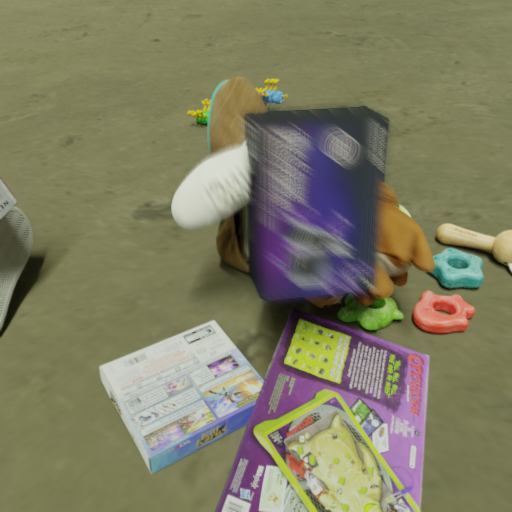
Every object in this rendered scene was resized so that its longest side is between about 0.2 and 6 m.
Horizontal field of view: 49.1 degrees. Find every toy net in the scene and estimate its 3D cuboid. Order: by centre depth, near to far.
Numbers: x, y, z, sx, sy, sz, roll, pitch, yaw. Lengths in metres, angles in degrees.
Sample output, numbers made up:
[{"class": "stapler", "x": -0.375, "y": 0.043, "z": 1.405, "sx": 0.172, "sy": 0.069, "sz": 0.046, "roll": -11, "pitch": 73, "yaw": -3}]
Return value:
[{"class": "toy net", "x": 3.218, "y": -0.020, "z": 8.034, "sx": 4.464, "sy": 0.862, "sz": 2.342, "roll": -3, "pitch": 35, "yaw": -5}]

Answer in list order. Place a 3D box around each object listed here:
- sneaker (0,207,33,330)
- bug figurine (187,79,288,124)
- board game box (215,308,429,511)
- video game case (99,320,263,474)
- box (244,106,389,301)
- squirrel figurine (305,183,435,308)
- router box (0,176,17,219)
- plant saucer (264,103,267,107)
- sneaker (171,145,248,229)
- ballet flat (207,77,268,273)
[{"class": "sneaker", "x": -4.201, "y": 0.554, "z": 7.259, "sx": 1.699, "sy": 1.083, "sz": 2.940, "roll": -10, "pitch": 37, "yaw": 12}, {"class": "bug figurine", "x": -0.441, "y": -3.407, "z": 13.048, "sx": 1.780, "sy": 0.591, "sz": 2.295, "roll": 18, "pitch": 48, "yaw": 35}, {"class": "board game box", "x": 0.789, "y": 1.794, "z": 5.562, "sx": 1.723, "sy": 0.464, "sz": 2.871, "roll": 16, "pitch": 37, "yaw": 9}, {"class": "video game case", "x": -0.783, "y": 1.492, "z": 6.267, "sx": 1.503, "sy": 0.341, "sz": 1.362, "roll": -20, "pitch": 42, "yaw": -26}, {"class": "box", "x": 0.556, "y": -0.509, "z": 5.476, "sx": 1.222, "sy": 1.732, "sz": 0.683, "roll": -7, "pitch": 26, "yaw": -10}, {"class": "squirrel figurine", "x": 1.091, "y": -0.159, "z": 6.853, "sx": 1.532, "sy": 1.641, "sz": 1.162, "roll": -18, "pitch": -3, "yaw": -7}, {"class": "router box", "x": -5.113, "y": 0.043, "z": 6.771, "sx": 2.992, "sy": 0.814, "sz": 3.334, "roll": 5, "pitch": 47, "yaw": 30}, {"class": "plant saucer", "x": -0.363, "y": -3.682, "z": 13.788, "sx": 1.258, "sy": 0.319, "sz": 1.258, "roll": -1, "pitch": 35, "yaw": 0}, {"class": "sneaker", "x": -0.173, "y": -0.898, "z": 6.295, "sx": 1.949, "sy": 0.718, "sz": 1.127, "roll": -33, "pitch": 10, "yaw": 5}, {"class": "ballet flat", "x": -0.053, "y": -0.873, "z": 7.512, "sx": 0.979, "sy": 2.888, "sz": 1.044, "roll": -23, "pitch": 46, "yaw": -30}]
